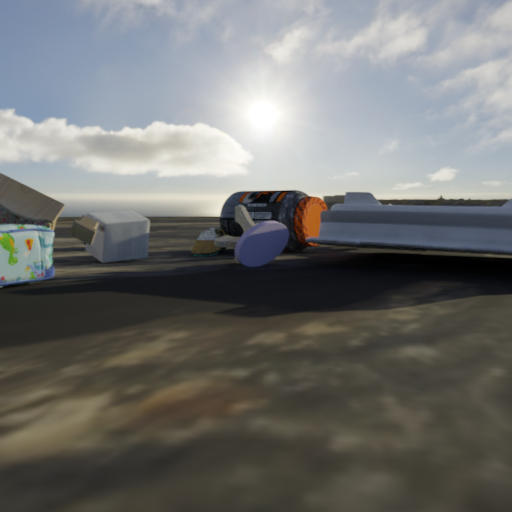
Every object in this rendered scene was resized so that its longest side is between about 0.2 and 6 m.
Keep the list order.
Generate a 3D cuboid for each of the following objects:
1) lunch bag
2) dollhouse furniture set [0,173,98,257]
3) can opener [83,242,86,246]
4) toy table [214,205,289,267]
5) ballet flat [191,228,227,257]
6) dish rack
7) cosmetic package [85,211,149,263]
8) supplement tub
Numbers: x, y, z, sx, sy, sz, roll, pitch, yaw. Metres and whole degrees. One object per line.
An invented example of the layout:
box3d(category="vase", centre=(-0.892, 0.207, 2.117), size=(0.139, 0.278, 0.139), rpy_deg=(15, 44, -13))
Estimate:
box3d(category="lunch bag", centre=(-3.161, -0.003, 6.087), size=(1.350, 0.693, 1.680), rpy_deg=(3, 6, 20))
box3d(category="dollhouse furniture set", centre=(-3.373, -0.003, 7.045), size=(2.229, 1.088, 1.901), rpy_deg=(26, -42, -8))
box3d(category="can opener", centre=(-3.039, -0.326, 11.948), size=(1.409, 0.554, 0.447), rpy_deg=(-2, 44, 12))
box3d(category="toy table", centre=(-0.076, -0.242, 8.314), size=(0.594, 0.932, 1.014), rpy_deg=(25, 23, 39))
box3d(category="ballet flat", centre=(-0.875, -0.278, 10.435), size=(0.520, 0.478, 1.516), rpy_deg=(1, 5, 7))
box3d(category="dish rack", centre=(3.053, -0.425, 8.532), size=(3.877, 0.844, 3.327), rpy_deg=(5, 1, 33))
box3d(category="cosmetic package", centre=(-2.187, -0.317, 8.823), size=(0.783, 0.646, 0.645), rpy_deg=(-8, 22, -39))
box3d(category="supplement tub", centre=(0.355, -0.688, 10.991), size=(1.966, 1.205, 1.205), rpy_deg=(4, 6, 38))
